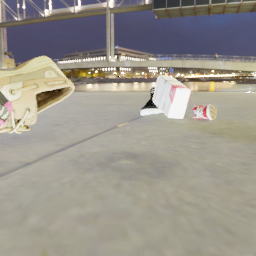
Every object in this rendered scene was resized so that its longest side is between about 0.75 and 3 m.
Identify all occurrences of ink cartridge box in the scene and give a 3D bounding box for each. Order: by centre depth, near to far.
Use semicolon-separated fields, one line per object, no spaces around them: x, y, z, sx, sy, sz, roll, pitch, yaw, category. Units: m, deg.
1.395;-1.044;9.164;0.571;1.010;1.379;3;26;-19;ink cartridge box

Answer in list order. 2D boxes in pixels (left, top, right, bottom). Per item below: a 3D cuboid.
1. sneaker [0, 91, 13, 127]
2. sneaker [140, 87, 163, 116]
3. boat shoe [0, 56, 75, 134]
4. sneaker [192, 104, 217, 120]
-2.019;-0.025;3.282;0.648;0.603;1.501;-18;25;26;sneaker
0.902;-1.026;10.378;0.665;1.018;1.820;-10;1;30;sneaker
-2.030;-0.434;4.992;0.938;1.036;2.907;40;43;1;boat shoe
2.394;-0.522;8.998;0.776;0.492;1.380;7;1;23;sneaker
